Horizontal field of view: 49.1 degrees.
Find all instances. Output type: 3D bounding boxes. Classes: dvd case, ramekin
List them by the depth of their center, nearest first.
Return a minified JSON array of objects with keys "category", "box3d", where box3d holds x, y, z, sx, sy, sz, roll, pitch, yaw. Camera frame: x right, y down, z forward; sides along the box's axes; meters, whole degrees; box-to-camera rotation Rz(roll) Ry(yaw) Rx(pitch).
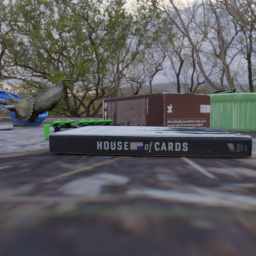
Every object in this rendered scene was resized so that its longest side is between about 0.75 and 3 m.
[{"category":"dvd case","box3d":[0.261,0.124,3.355,1.937,0.240,1.456,0,3,8]},{"category":"ramekin","box3d":[2.837,-0.389,7.282,1.862,0.910,1.862,0,3,0]}]

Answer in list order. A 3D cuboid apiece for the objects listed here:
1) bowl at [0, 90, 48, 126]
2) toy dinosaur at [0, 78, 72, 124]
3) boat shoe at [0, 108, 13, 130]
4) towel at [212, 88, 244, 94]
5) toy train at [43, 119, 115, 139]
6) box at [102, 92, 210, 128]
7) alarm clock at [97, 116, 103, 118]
[{"category":"bowl","box3d":[-4.342,-0.778,10.876,2.386,0.468,2.386,25,11,-5]},{"category":"toy dinosaur","box3d":[-2.820,-0.868,9.307,2.915,1.122,1.491,-27,12,-36]},{"category":"boat shoe","box3d":[-3.813,-0.283,7.966,1.775,0.642,0.641,2,3,36]},{"category":"towel","box3d":[5.176,-0.860,12.214,2.820,0.487,2.715,29,3,-5]},{"category":"toy train","box3d":[-0.830,0.023,5.100,0.444,0.328,1.573,-11,-5,36]},{"category":"box","box3d":[0.463,-0.256,5.694,1.111,0.831,2.219,-1,1,-31]},{"category":"alarm clock","box3d":[-0.911,-0.542,14.879,1.698,0.565,1.145,3,4,16]}]
